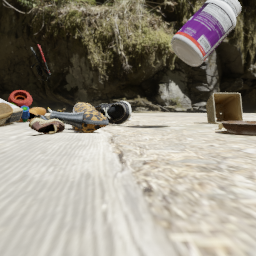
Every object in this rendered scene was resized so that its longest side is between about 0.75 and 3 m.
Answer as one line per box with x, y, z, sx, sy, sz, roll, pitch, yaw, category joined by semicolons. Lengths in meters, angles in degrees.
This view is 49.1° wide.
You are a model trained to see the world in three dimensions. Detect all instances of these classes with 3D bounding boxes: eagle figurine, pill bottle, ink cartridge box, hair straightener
-3.727;-0.536;13.573;1.262;0.952;0.957;-37;-20;-31;eagle figurine
2.655;-3.321;9.441;1.325;2.357;1.325;43;-3;3;pill bottle
-5.657;-0.799;12.031;1.708;0.641;1.407;24;11;2;ink cartridge box
-3.453;-2.444;10.842;0.595;1.547;0.317;-21;50;-11;hair straightener

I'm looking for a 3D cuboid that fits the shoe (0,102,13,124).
-5.361;-0.320;9.951;1.008;0.769;2.883;47;24;11;shoe

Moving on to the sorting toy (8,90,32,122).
-5.475;-0.820;13.646;1.388;0.948;2.310;25;46;3;sorting toy

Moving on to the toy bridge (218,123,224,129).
3.785;-0.047;9.177;1.570;0.214;0.528;1;3;19;toy bridge

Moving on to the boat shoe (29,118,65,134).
-2.091;0.014;7.567;0.435;0.436;1.208;36;10;26;boat shoe

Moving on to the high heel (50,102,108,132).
-1.059;-0.300;9.006;1.771;0.887;2.484;8;10;20;high heel

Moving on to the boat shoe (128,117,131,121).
-0.111;-0.650;16.117;0.478;0.468;1.349;1;4;11;boat shoe

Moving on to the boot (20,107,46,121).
-5.256;-0.763;15.486;1.977;0.758;1.535;-5;5;-38;boot

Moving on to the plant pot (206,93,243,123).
4.444;-0.822;13.308;1.391;1.393;1.233;-1;-9;-11;plant pot

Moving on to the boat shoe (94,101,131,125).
-0.897;-0.616;11.982;0.803;0.983;2.661;-3;2;-38;boat shoe

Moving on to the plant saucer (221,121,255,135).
3.704;-0.014;7.890;2.077;0.333;2.077;1;4;0;plant saucer
